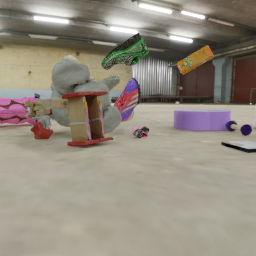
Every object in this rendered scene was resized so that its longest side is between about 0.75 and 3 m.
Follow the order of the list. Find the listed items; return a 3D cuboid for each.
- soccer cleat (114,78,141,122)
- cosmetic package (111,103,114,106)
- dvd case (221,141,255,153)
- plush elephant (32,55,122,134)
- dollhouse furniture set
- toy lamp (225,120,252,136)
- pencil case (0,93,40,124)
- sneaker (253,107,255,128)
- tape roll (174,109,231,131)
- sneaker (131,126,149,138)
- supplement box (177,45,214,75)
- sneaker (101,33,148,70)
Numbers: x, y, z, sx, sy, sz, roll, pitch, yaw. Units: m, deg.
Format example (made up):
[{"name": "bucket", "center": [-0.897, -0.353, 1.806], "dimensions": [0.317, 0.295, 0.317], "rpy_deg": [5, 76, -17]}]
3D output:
[{"name": "soccer cleat", "center": [-0.099, -0.825, 9.129], "dimensions": [0.717, 0.669, 1.960], "rpy_deg": [-15, -28, -23]}, {"name": "cosmetic package", "center": [-1.026, -1.009, 15.884], "dimensions": [1.136, 0.827, 2.234], "rpy_deg": [3, 8, 24]}, {"name": "dvd case", "center": [2.541, 0.384, 5.943], "dimensions": [0.693, 0.085, 0.971], "rpy_deg": [-1, 6, -13]}, {"name": "plush elephant", "center": [-1.254, -0.960, 8.449], "dimensions": [2.286, 2.432, 2.953], "rpy_deg": [-12, 27, 35]}, {"name": "dollhouse furniture set", "center": [-1.488, -0.196, 6.789], "dimensions": [2.169, 1.167, 0.882], "rpy_deg": [-3, 3, 39]}, {"name": "toy lamp", "center": [3.338, -0.026, 8.578], "dimensions": [0.376, 0.376, 1.291], "rpy_deg": [0, 5, -4]}, {"name": "pencil case", "center": [-4.607, -0.607, 10.278], "dimensions": [1.348, 1.306, 2.877], "rpy_deg": [23, 21, 35]}, {"name": "sneaker", "center": [5.156, -0.619, 10.326], "dimensions": [0.915, 1.168, 2.350], "rpy_deg": [3, 7, 25]}, {"name": "tape roll", "center": [2.632, -0.319, 10.023], "dimensions": [1.969, 0.646, 1.969], "rpy_deg": [0, 7, 0]}, {"name": "sneaker", "center": [0.418, 0.142, 7.691], "dimensions": [0.372, 0.308, 0.780], "rpy_deg": [28, 20, 27]}, {"name": "supplement box", "center": [2.338, -2.361, 9.798], "dimensions": [1.227, 0.408, 0.422], "rpy_deg": [-29, -11, 27]}, {"name": "sneaker", "center": [-0.142, -2.097, 8.392], "dimensions": [1.728, 0.736, 0.674], "rpy_deg": [-18, 27, 45]}]
